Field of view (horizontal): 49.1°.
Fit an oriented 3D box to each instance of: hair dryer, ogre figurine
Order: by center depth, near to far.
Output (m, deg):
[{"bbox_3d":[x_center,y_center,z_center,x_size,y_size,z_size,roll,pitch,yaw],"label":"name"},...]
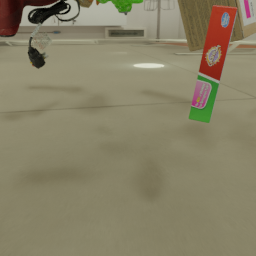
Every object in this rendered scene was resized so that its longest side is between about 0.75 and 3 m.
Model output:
[{"bbox_3d":[-2.252,-2.842,6.166,0.759,2.127,2.793,24,-12,19],"label":"hair dryer"},{"bbox_3d":[-0.218,-3.514,6.258,1.196,1.461,2.437,-5,5,-11],"label":"ogre figurine"}]

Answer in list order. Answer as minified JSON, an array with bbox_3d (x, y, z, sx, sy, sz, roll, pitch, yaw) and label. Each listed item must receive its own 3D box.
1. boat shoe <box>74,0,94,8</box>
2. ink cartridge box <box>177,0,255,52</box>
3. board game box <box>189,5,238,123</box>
[{"bbox_3d":[-2.173,-4.398,8.344,2.522,0.863,0.943,19,30,-9],"label":"boat shoe"},{"bbox_3d":[2.289,-3.331,7.491,0.813,2.165,1.784,-27,18,-34],"label":"ink cartridge box"},{"bbox_3d":[0.938,-0.725,3.160,0.229,1.137,0.870,12,20,12],"label":"board game box"}]
